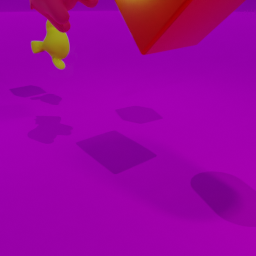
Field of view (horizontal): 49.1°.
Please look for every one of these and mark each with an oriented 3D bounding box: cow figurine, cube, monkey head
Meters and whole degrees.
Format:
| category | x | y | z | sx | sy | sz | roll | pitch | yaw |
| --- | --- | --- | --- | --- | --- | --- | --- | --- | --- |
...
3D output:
| category | x | y | z | sx | sy | sz | roll | pitch | yaw |
| --- | --- | --- | --- | --- | --- | --- | --- | --- | --- |
| cow figurine | -1.182 | -2.636 | 4.709 | 1.578 | 1.553 | 0.866 | -46 | 4 | -8 |
| cube | 0.664 | -1.902 | 3.853 | 1.194 | 1.194 | 1.194 | -20 | -10 | -32 |
| monkey head | -2.254 | -2.418 | 8.151 | 1.045 | 1.452 | 0.875 | -13 | 16 | -19 |
